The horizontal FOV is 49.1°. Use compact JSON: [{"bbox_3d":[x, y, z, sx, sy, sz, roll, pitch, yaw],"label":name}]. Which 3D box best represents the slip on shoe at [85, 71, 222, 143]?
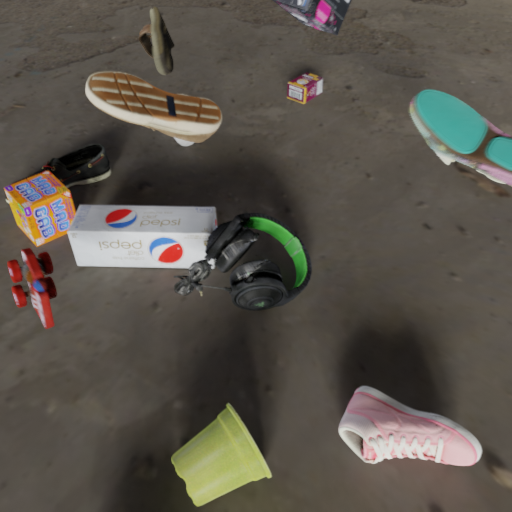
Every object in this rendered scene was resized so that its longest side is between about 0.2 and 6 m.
[{"bbox_3d":[-1.455,-2.040,7.924,1.917,0.581,0.729,4,64,-27],"label":"slip on shoe"}]

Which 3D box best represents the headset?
[{"bbox_3d":[-0.143,0.077,9.598,2.895,1.360,1.788,-21,71,-40],"label":"headset"}]

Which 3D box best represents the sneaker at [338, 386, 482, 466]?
[{"bbox_3d":[1.991,2.550,7.616,1.866,0.702,0.975,20,41,30],"label":"sneaker"}]

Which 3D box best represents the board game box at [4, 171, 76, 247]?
[{"bbox_3d":[-4.354,-0.973,11.416,0.964,0.964,0.965,-30,49,-29],"label":"board game box"}]

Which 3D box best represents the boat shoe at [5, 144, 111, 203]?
[{"bbox_3d":[-4.486,-1.860,12.617,2.438,0.764,0.892,-27,48,-25],"label":"boat shoe"}]

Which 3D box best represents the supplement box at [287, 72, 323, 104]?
[{"bbox_3d":[1.417,-4.853,16.186,0.625,0.493,0.955,28,48,28],"label":"supplement box"}]

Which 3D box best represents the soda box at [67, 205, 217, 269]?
[{"bbox_3d":[-2.107,-0.370,10.767,2.698,0.919,0.859,2,41,2],"label":"soda box"}]

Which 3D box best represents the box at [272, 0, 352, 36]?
[{"bbox_3d":[1.285,-5.787,12.310,1.010,1.164,1.761,29,16,25],"label":"box"}]

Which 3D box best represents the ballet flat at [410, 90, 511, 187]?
[{"bbox_3d":[3.711,-1.749,9.320,2.741,0.975,0.948,32,77,13],"label":"ballet flat"}]

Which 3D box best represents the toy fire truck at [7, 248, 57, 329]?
[{"bbox_3d":[-3.098,0.435,7.939,0.562,1.003,0.842,-17,33,-32],"label":"toy fire truck"}]

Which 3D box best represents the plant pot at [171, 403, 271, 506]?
[{"bbox_3d":[-0.511,2.678,7.328,1.010,1.099,1.099,-29,48,-14],"label":"plant pot"}]

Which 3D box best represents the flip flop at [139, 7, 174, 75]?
[{"bbox_3d":[-1.935,-4.050,10.647,0.573,0.807,1.989,-17,49,8],"label":"flip flop"}]

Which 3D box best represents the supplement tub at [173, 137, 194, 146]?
[{"bbox_3d":[-1.921,-3.258,14.299,0.601,0.601,0.911,-19,45,-21],"label":"supplement tub"}]
